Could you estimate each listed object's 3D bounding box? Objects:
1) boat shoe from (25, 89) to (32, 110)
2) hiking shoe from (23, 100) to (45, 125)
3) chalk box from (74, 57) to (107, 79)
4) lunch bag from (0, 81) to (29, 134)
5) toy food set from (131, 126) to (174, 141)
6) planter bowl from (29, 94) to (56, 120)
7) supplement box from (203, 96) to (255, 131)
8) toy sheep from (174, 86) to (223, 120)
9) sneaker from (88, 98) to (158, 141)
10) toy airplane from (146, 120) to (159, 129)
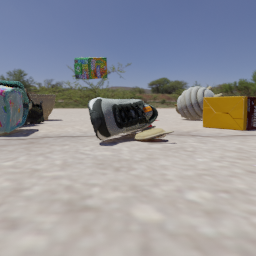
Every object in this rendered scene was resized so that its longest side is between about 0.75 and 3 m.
[{"bbox_3d":[-4.622,-0.833,10.305,0.984,0.986,2.666,8,25,14],"label":"boat shoe"},{"bbox_3d":[-4.473,-0.711,11.887,0.831,1.104,2.194,2,5,23],"label":"hiking shoe"},{"bbox_3d":[-1.469,-2.232,10.444,0.788,0.792,1.272,10,19,35],"label":"chalk box"},{"bbox_3d":[-4.309,-0.706,8.560,2.132,1.526,2.503,1,12,-7],"label":"lunch bag"},{"bbox_3d":[0.560,0.195,6.705,0.811,0.236,1.175,-15,10,-13],"label":"toy food set"},{"bbox_3d":[-4.863,-1.096,14.888,2.020,1.360,2.020,0,6,0],"label":"planter bowl"},{"bbox_3d":[3.904,-0.560,10.126,1.678,1.114,1.655,-4,6,-37],"label":"supplement box"},{"bbox_3d":[3.723,-1.359,14.909,1.957,1.957,2.838,-5,-13,-45],"label":"toy sheep"},{"bbox_3d":[-0.074,-0.354,7.064,1.100,1.025,2.774,-16,-3,25],"label":"sneaker"},{"bbox_3d":[0.145,-0.127,9.370,2.113,0.389,2.113,-2,6,0],"label":"toy airplane"}]
